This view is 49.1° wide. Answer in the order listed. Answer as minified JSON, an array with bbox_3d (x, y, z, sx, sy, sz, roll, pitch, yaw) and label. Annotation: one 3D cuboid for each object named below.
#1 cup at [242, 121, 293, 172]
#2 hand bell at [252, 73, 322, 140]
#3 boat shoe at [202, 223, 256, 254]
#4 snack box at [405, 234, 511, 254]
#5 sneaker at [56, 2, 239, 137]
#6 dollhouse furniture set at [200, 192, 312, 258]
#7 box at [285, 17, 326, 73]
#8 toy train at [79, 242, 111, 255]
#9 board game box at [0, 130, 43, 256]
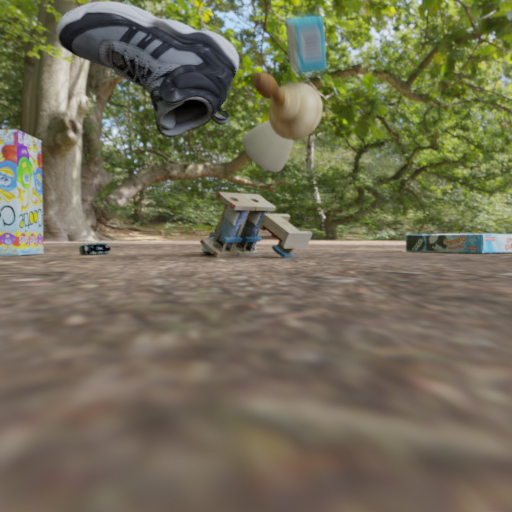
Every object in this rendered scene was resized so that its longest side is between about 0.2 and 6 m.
[{"bbox_3d":[0.379,-2.650,12.944,1.173,1.173,0.839,-2,-34,-46],"label":"cup"},{"bbox_3d":[0.314,-2.203,7.737,0.853,0.853,1.638,1,-1,20],"label":"hand bell"},{"bbox_3d":[-0.556,-0.443,12.112,0.973,0.803,2.835,0,2,7],"label":"boat shoe"},{"bbox_3d":[4.803,-0.290,13.005,1.397,0.446,2.405,-1,2,-26],"label":"snack box"},{"bbox_3d":[-2.065,-3.466,10.598,3.510,1.998,1.325,8,-28,-13],"label":"sneaker"},{"bbox_3d":[-0.042,-0.313,9.860,1.053,1.060,1.503,-3,33,-44],"label":"dollhouse furniture set"},{"bbox_3d":[0.720,-3.194,8.402,0.412,0.689,1.675,-7,23,2],"label":"box"},{"bbox_3d":[-3.245,-0.128,11.271,0.363,0.272,0.637,-10,-3,31],"label":"toy train"},{"bbox_3d":[-5.023,-1.190,11.048,1.215,2.359,1.237,0,2,1],"label":"board game box"}]
